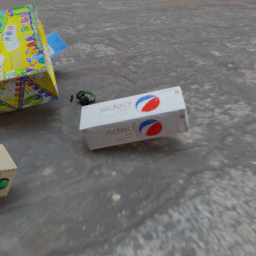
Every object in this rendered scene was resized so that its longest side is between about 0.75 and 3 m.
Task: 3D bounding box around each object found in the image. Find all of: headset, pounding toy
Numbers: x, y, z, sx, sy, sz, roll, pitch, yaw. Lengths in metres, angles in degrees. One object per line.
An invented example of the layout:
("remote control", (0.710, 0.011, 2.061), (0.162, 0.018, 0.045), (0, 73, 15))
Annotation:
("headset", (-1.620, -1.119, 10.018), (0.999, 0.469, 0.617), (-21, 56, -35))
("pounding toy", (-2.839, 0.925, 5.775), (0.743, 0.962, 1.045), (-1, 36, -49))

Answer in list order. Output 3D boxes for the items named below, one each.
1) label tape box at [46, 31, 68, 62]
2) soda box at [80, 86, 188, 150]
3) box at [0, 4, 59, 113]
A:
("label tape box", (-4.125, -2.727, 11.858), (2.799, 0.886, 2.018), (-26, 20, 33))
("soda box", (0.161, -0.246, 7.584), (2.774, 0.883, 0.945), (-12, 44, 9))
("box", (-3.845, -2.126, 8.880), (2.610, 1.653, 2.710), (-14, 67, -7))
